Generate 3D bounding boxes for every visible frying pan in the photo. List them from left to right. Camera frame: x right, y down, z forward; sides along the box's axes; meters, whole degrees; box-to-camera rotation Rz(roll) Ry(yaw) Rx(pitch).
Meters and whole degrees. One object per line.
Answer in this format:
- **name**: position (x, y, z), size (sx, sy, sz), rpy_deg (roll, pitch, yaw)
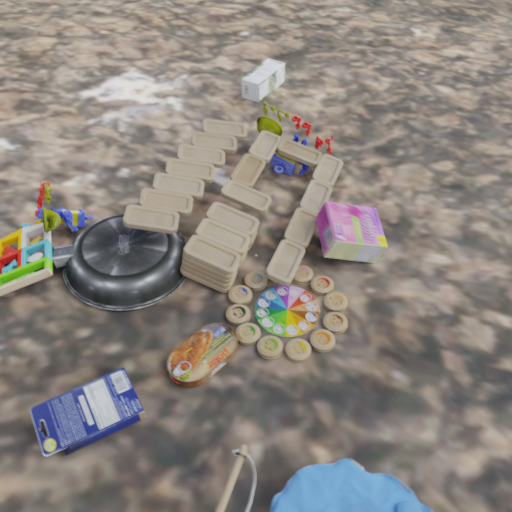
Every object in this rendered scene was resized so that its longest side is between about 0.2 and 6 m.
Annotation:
- **frying pan**: position (-3.081, -0.172, 10.328), size (3.854, 0.627, 2.332), rpy_deg (13, 47, 8)

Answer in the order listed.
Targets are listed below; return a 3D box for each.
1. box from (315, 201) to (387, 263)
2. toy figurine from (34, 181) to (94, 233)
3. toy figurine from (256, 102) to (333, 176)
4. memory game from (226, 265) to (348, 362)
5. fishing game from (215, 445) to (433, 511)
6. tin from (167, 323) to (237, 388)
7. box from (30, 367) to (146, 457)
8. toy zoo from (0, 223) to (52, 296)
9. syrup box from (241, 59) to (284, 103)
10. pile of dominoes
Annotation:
- **box**: position (1.732, -0.434, 10.270), size (1.064, 0.514, 0.936), rpy_deg (7, 52, -18)
- **toy figurine**: position (-3.557, -0.861, 10.598), size (1.032, 0.908, 1.722), rpy_deg (8, 4, -27)
- **toy figurine**: position (0.603, -2.312, 12.083), size (1.871, 0.987, 1.121), rpy_deg (30, 67, 7)
- **memory game**: position (0.533, 0.899, 9.517), size (2.120, 0.135, 2.120), rpy_deg (0, 45, 0)
- **fishing game**: position (1.098, 3.649, 6.582), size (3.525, 0.548, 2.524), rpy_deg (19, 48, 7)
- **tin**: position (-0.827, 1.561, 8.801), size (0.700, 0.262, 1.250), rpy_deg (32, 53, 33)
- **box**: position (-2.433, 2.269, 8.097), size (1.442, 0.234, 0.873), rpy_deg (-21, 49, -21)
- **toy zoo**: position (-4.128, -0.047, 9.959), size (0.993, 0.155, 1.514), rpy_deg (-22, 47, -1)
- **syrup box**: position (0.191, -4.592, 14.629), size (0.549, 0.531, 1.349), rpy_deg (23, 50, 21)
- **pile of dominoes**: position (-0.320, -1.106, 10.981), size (3.185, 0.651, 4.086), rpy_deg (23, 48, 5)
